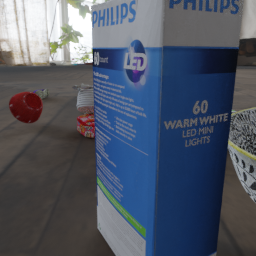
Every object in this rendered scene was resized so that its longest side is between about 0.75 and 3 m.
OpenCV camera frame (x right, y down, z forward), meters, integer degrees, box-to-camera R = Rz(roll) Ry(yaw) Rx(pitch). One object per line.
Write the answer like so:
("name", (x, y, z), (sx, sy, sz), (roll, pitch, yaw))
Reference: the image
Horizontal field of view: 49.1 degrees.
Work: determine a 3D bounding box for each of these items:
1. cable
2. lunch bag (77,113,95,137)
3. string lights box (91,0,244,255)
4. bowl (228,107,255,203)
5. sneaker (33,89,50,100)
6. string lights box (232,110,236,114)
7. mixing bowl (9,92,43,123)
("cable", (-0.585, -0.666, 8.262), (1.841, 0.637, 1.841), (8, -9, 16))
("lunch bag", (-0.738, -0.064, 7.741), (1.204, 0.493, 1.061), (-9, 23, -29))
("string lights box", (0.231, 0.124, 2.820), (0.786, 2.667, 1.371), (-7, 18, -26))
("bowl", (2.491, 0.633, 3.471), (2.672, 1.254, 2.672), (-2, 20, 1))
("sneaker", (-4.320, -1.598, 13.433), (0.662, 0.462, 1.330), (-4, 10, 10))
("string lights box", (2.176, -0.357, 8.303), (1.183, 0.679, 2.303), (-4, 16, -3))
("mixing bowl", (-2.984, -0.703, 8.479), (0.554, 1.022, 1.022), (-28, -5, 39))
